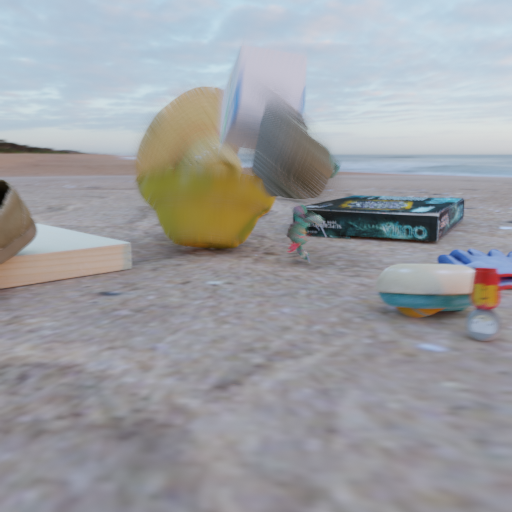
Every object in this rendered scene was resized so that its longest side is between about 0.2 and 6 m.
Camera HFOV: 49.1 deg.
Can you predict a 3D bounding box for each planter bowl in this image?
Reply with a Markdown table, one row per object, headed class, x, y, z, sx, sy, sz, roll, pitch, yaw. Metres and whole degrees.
| class | x | y | z | sx | sy | sz | roll | pitch | yaw |
| --- | --- | --- | --- | --- | --- | --- | --- | --- | --- |
| planter bowl | -0.843 | -0.695 | 9.661 | 2.529 | 1.053 | 2.529 | 4 | -6 | 0 |

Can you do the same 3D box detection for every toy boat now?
| class | x | y | z | sx | sy | sz | roll | pitch | yaw |
| --- | --- | --- | --- | --- | --- | --- | --- | --- | --- |
| toy boat | 1.882 | 0.423 | 5.614 | 1.194 | 0.660 | 1.420 | 1 | 2 | -19 |

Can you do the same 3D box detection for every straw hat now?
| class | x | y | z | sx | sy | sz | roll | pitch | yaw |
| --- | --- | --- | --- | --- | --- | --- | --- | --- | --- |
| straw hat | -0.931 | -1.738 | 11.028 | 1.231 | 2.910 | 2.910 | 43 | 32 | 26 |

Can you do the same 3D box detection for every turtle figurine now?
| class | x | y | z | sx | sy | sz | roll | pitch | yaw |
| --- | --- | --- | --- | --- | --- | --- | --- | --- | --- |
| turtle figurine | 0.728 | -0.369 | 8.742 | 0.493 | 0.733 | 0.979 | 19 | 27 | -18 |

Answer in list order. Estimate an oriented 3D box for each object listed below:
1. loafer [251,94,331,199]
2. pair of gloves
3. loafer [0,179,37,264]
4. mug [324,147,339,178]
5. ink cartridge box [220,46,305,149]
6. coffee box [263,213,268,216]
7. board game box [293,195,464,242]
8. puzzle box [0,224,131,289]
| class | x | y | z | sx | sy | sz | roll | pitch | yaw |
| --- | --- | --- | --- | --- | --- | --- | --- | --- | --- |
| loafer | 0.479 | -1.160 | 6.424 | 0.826 | 0.891 | 2.370 | 12 | -1 | 7 |
| pair of gloves | 3.945 | 0.155 | 7.841 | 2.529 | 0.288 | 2.033 | 0 | 12 | 4 |
| loafer | -3.380 | -0.088 | 6.111 | 0.970 | 0.861 | 2.552 | 1 | 29 | 9 |
| mug | 1.311 | -1.889 | 11.917 | 0.975 | 0.603 | 0.801 | -12 | -35 | 1 |
| ink cartridge box | 0.062 | -2.097 | 7.689 | 0.895 | 0.899 | 1.225 | 5 | -12 | -13 |
| coffee box | -0.226 | -1.382 | 15.432 | 0.861 | 0.600 | 1.506 | 3 | 10 | 14 |
| board game box | 3.046 | -0.957 | 13.014 | 2.990 | 0.622 | 4.421 | 5 | 11 | 26 |
| puzzle box | -3.739 | -0.078 | 8.651 | 2.212 | 0.423 | 3.324 | -10 | 14 | -43 |
